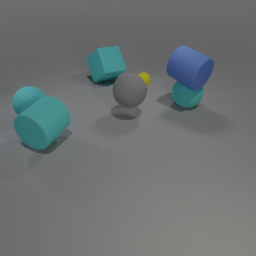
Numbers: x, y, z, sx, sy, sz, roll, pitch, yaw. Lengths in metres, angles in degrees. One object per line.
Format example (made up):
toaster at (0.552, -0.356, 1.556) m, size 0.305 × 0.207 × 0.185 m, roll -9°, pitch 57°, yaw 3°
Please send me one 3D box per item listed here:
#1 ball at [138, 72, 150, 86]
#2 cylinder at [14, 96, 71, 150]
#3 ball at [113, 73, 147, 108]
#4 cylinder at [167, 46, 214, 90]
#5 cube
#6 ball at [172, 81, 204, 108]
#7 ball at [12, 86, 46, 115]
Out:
ball at (0.779, -2.440, 14.093) m, size 0.700 × 0.700 × 0.700 m, roll 0°, pitch 31°, yaw 0°
cylinder at (-2.966, -0.198, 9.805) m, size 1.400 × 1.400 × 1.400 m, roll 13°, pitch 38°, yaw 20°
ball at (0.072, -1.514, 11.361) m, size 1.400 × 1.400 × 1.400 m, roll 0°, pitch 31°, yaw 0°
cylinder at (2.558, -2.481, 11.570) m, size 1.400 × 1.400 × 1.400 m, roll -27°, pitch 52°, yaw -37°
cube at (-1.180, -3.428, 15.092) m, size 1.400 × 1.400 × 1.400 m, roll -19°, pitch -1°, yaw -36°
ball at (2.691, -1.614, 12.655) m, size 1.400 × 1.400 × 1.400 m, roll 0°, pitch 31°, yaw 0°
ball at (-4.064, -1.027, 11.671) m, size 1.400 × 1.400 × 1.400 m, roll 0°, pitch 31°, yaw 0°
